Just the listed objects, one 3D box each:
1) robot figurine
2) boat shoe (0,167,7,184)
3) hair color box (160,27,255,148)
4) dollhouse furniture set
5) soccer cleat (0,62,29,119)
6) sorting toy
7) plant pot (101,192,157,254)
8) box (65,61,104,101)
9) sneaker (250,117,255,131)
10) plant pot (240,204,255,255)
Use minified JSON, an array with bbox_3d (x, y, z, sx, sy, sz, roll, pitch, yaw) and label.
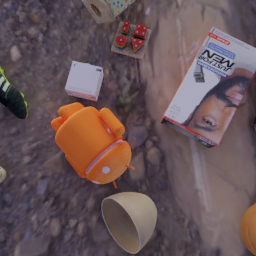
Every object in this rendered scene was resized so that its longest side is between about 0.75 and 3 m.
[{"bbox_3d":[-0.899,0.426,7.364,1.771,1.436,2.462,-42,80,-6],"label":"robot figurine"},{"bbox_3d":[-4.177,0.947,7.661,1.760,0.554,0.642,32,68,4],"label":"boat shoe"},{"bbox_3d":[2.366,-1.129,7.960,1.660,0.957,2.993,28,81,5],"label":"hair color box"},{"bbox_3d":[-0.338,-4.741,7.868,2.620,1.457,2.317,-43,119,-7],"label":"dollhouse furniture set"},{"bbox_3d":[-3.648,-1.060,7.913,0.897,0.747,2.213,-25,72,-46],"label":"soccer cleat"},{"bbox_3d":[0.104,-2.750,8.591,1.014,0.353,1.008,16,79,3],"label":"sorting toy"},{"bbox_3d":[0.157,2.239,7.162,0.999,1.488,1.488,-23,78,-36],"label":"plant pot"},{"bbox_3d":[-1.255,-1.358,8.184,0.899,0.591,0.904,13,79,3],"label":"box"},{"bbox_3d":[4.088,0.022,7.999,1.167,0.440,0.664,37,81,13],"label":"sneaker"},{"bbox_3d":[3.821,2.692,7.116,1.536,1.075,1.536,0,79,1],"label":"plant pot"}]
